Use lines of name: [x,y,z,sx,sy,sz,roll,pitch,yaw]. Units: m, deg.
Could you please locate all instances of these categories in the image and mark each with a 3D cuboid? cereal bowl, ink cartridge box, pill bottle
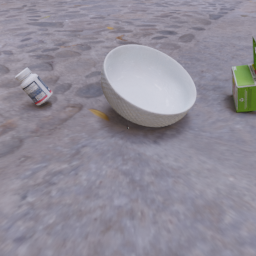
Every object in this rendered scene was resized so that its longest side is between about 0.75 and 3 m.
cereal bowl: [0.481,-1.099,8.146,2.791,1.162,2.791,13,50,-16]
ink cartridge box: [3.589,-1.639,8.562,0.710,1.873,1.385,-5,35,17]
pill bottle: [-2.931,-1.299,8.701,0.645,1.078,0.645,-30,25,16]
